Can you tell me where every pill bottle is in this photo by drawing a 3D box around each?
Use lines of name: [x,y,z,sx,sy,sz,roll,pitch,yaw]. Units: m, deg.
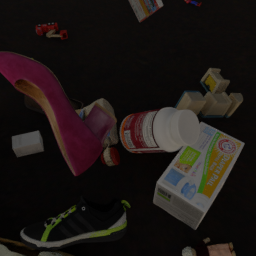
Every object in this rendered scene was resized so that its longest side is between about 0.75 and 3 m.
pill bottle: [0.810,0.077,7.421,2.037,1.151,1.151,-7,37,49]

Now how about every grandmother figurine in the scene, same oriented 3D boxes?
grandmother figurine: [1.822,2.873,6.397,1.155,0.350,0.701,-2,30,2]

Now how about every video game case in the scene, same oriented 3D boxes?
video game case: [0.386,-3.844,8.124,0.146,1.198,1.676,-32,15,-10]

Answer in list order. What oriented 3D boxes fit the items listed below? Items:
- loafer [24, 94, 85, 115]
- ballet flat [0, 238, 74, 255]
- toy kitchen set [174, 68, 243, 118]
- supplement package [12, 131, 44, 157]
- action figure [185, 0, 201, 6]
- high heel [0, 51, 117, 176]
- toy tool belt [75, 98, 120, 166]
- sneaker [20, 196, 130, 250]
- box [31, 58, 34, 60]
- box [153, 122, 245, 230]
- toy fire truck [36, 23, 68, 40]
loafer: [-2.395,-0.796,8.935,2.215,0.786,0.809,14,53,10]
ballet flat: [-2.139,2.949,5.967,2.782,0.877,0.955,9,53,6]
toy kitchen set: [2.230,-0.984,9.055,2.220,1.308,1.779,-2,49,-27]
supplement package: [-2.908,0.465,8.159,0.775,0.464,0.470,-13,53,-10]
action figure: [3.089,-6.084,13.326,0.798,0.395,0.260,20,54,18]
high heel: [-1.575,-0.304,5.053,2.636,0.888,1.264,35,68,-4]
toy tool belt: [-0.981,0.221,8.005,1.272,1.293,2.070,-17,62,14]
sneaker: [-1.185,2.044,6.462,2.472,1.024,0.886,-4,7,-13]
box: [-3.615,-2.289,10.477,0.500,0.206,0.851,-33,61,-22]
box: [1.815,1.152,7.176,1.290,1.162,2.293,29,58,21]
toy fire truck: [-3.218,-4.041,11.768,1.258,0.307,0.887,-11,53,-8]
